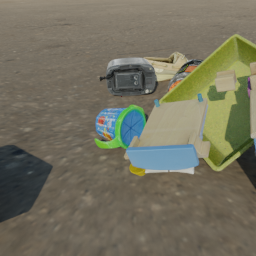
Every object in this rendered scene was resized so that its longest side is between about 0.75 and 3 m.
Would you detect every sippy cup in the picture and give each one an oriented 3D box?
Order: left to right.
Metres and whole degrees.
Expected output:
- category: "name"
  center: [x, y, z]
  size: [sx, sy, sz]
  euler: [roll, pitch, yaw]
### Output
- category: "sippy cup"
  center: [-0.233, -0.062, 6.772]
  size: [0.961, 1.029, 1.311]
  euler: [13, 10, 39]

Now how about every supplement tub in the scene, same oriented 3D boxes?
- category: "supplement tub"
  center: [1.920, -1.296, 8.559]
  size: [1.187, 1.187, 1.937]
  euler: [12, 33, 20]

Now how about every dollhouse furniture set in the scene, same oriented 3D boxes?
- category: "dollhouse furniture set"
  center: [1.629, 0.197, 5.785]
  size: [2.725, 1.778, 2.573]
  euler: [-6, 36, 27]

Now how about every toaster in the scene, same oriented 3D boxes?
- category: "toaster"
  center: [-0.013, -1.766, 9.498]
  size: [1.915, 1.088, 1.237]
  euler: [-4, 27, -1]

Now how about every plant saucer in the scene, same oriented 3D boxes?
- category: "plant saucer"
  center: [2.419, -0.605, 6.598]
  size: [2.645, 0.634, 2.649]
  euler: [-42, 46, 9]

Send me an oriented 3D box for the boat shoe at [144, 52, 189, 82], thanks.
- category: "boat shoe"
  center: [1.880, -2.379, 10.663]
  size: [2.792, 0.907, 1.007]
  euler: [-6, 31, -10]
